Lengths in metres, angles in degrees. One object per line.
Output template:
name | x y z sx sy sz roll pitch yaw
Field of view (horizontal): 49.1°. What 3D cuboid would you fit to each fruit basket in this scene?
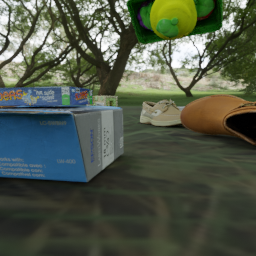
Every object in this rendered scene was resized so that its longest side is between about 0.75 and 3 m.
fruit basket | 1.329 -3.136 7.835 2.767 2.767 1.996 2 -27 19

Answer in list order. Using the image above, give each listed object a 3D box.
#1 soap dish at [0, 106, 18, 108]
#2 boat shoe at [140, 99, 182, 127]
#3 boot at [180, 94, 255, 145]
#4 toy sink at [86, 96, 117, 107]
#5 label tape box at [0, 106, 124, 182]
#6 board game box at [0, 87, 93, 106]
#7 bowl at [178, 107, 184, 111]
soap dish | -4.159 -0.722 9.885 1.509 0.613 1.187 8 -26 43
boat shoe | 1.119 -0.494 8.757 0.899 0.810 2.492 -2 6 -24
boot | 1.903 -0.089 5.165 2.380 0.913 1.848 11 14 27
toy sink | -1.369 -1.221 15.214 0.921 1.071 1.644 4 6 35
label tape box | -1.032 0.113 2.909 1.559 0.684 2.162 1 5 12
board game box | -1.084 -0.364 3.298 1.164 0.201 0.788 0 6 8
bowl | 2.692 -0.669 12.227 1.413 0.527 1.411 3 6 36
